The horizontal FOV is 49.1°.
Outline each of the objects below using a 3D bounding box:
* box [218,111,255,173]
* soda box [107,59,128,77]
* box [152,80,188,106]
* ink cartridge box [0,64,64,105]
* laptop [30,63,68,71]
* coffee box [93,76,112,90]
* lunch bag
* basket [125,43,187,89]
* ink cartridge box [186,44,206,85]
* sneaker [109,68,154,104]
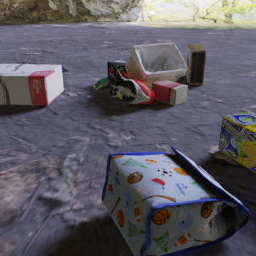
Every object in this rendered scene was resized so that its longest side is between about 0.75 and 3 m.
[{"bbox_3d":[3.137,0.549,5.779,0.861,0.939,2.679,-12,27,-23],"label":"box"},{"bbox_3d":[0.538,-2.625,12.677,2.896,0.917,1.025,-14,29,-29],"label":"soda box"},{"bbox_3d":[1.499,-1.312,10.189,0.724,0.617,1.133,-22,32,-38],"label":"box"},{"bbox_3d":[-3.947,-1.645,10.346,2.623,1.086,1.922,2,25,4],"label":"ink cartridge box"},{"bbox_3d":[-4.021,-2.602,13.615,1.608,0.937,1.814,4,51,10],"label":"laptop"},{"bbox_3d":[-1.001,-1.875,11.567,0.532,0.190,0.866,-37,-4,39],"label":"coffee box"},{"bbox_3d":[0.743,1.069,4.488,1.879,1.163,1.597,2,22,-26],"label":"lunch bag"},{"bbox_3d":[1.062,-2.441,11.287,2.071,1.278,1.404,-12,71,-27],"label":"basket"},{"bbox_3d":[3.011,-2.884,12.539,0.685,1.503,1.825,3,25,6],"label":"ink cartridge box"},{"bbox_3d":[0.094,-1.456,10.452,1.126,1.022,2.653,7,23,-29],"label":"sneaker"}]
